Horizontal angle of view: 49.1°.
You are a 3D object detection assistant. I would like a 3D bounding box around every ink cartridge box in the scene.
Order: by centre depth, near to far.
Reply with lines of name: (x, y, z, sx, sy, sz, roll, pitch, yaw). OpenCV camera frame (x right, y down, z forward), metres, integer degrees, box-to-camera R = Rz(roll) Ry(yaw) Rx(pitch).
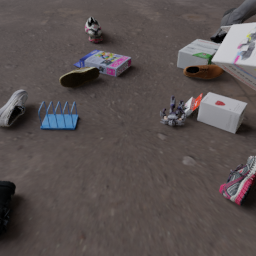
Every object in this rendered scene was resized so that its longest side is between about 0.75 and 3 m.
ink cartridge box: (2.650, -1.201, 5.172, 1.469, 0.865, 2.551, 27, 9, -19)
ink cartridge box: (2.169, -0.801, 9.443, 0.177, 0.705, 0.812, 35, 40, -6)
ink cartridge box: (-1.155, -2.966, 12.535, 2.301, 0.483, 1.373, 16, 39, 23)
ink cartridge box: (3.288, -3.241, 12.583, 1.409, 0.798, 1.922, 24, 43, 28)

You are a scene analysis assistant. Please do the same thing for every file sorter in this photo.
file sorter: (-2.212, -0.427, 8.953, 1.086, 0.666, 0.753, 1, 38, 0)

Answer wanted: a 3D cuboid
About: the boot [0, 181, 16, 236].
boot: (-3.307, 1.772, 6.107, 1.599, 0.592, 1.310, 1, 37, -6)

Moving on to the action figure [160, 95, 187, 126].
action figure: (1.513, -0.503, 9.248, 0.864, 0.461, 1.328, 14, 42, 8)

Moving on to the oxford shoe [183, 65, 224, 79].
oxford shoe: (3.095, -2.308, 11.396, 1.625, 0.580, 0.579, -2, 0, 9)

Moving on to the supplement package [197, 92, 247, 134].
supplement package: (3.001, -0.510, 8.980, 1.271, 0.761, 0.771, 22, 42, 26)

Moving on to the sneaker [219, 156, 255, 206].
sneaker: (2.805, 1.159, 6.869, 0.587, 0.634, 1.572, 23, 43, 31)

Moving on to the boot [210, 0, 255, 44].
boot: (3.386, -3.220, 8.470, 0.633, 1.813, 1.193, 35, 73, -14)

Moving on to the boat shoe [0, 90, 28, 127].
boat shoe: (-3.729, -0.666, 9.334, 0.568, 0.622, 1.728, 14, 39, 8)

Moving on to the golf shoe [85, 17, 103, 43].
golf shoe: (-1.889, -5.637, 15.526, 0.896, 1.137, 2.469, -10, 37, -12)

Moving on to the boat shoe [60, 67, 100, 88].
boat shoe: (-1.989, -2.057, 11.253, 1.703, 0.630, 0.565, -20, 29, -28)
